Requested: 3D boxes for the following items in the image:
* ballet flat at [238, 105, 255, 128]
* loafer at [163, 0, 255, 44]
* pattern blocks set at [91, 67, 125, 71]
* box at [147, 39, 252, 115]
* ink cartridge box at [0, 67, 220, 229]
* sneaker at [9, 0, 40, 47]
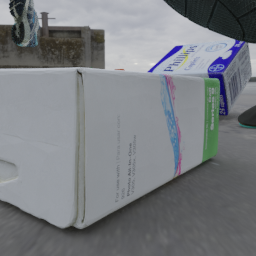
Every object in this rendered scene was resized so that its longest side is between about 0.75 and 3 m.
[{"bbox_3d":[4.217,-0.509,7.028,2.740,0.937,0.932,0,24,9],"label":"ballet flat"},{"bbox_3d":[0.433,-1.943,2.806,2.851,0.897,1.024,35,-7,10],"label":"loafer"},{"bbox_3d":[-0.457,-1.017,8.595,2.135,1.876,0.173,33,-23,-2],"label":"pattern blocks set"},{"bbox_3d":[2.532,-1.872,10.090,2.944,1.545,2.708,5,39,39],"label":"box"},{"bbox_3d":[-0.305,-0.075,3.443,2.022,1.217,2.782,7,12,36],"label":"ink cartridge box"},{"bbox_3d":[-3.095,-3.359,8.541,0.718,1.850,0.799,3,1,25],"label":"sneaker"}]
